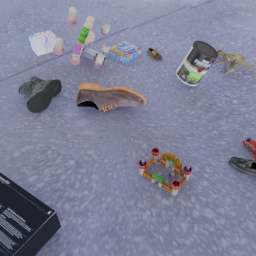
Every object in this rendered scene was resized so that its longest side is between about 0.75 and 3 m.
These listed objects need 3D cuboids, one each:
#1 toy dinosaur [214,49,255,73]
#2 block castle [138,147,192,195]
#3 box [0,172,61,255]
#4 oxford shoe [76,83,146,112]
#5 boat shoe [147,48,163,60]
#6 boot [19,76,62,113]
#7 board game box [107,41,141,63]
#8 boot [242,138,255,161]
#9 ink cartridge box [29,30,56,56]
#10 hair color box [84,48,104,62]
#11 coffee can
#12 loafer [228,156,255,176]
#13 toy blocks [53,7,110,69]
[{"bbox_3d":[5.338,-3.381,14.010,1.480,0.852,2.928,-26,49,-27],"label":"toy dinosaur"},{"bbox_3d":[1.193,1.317,9.016,1.546,0.725,1.033,29,50,28],"label":"block castle"},{"bbox_3d":[-3.277,2.491,7.602,2.345,0.925,1.655,25,52,25],"label":"box"},{"bbox_3d":[-0.723,-1.063,11.580,2.930,1.045,1.068,8,64,14],"label":"oxford shoe"},{"bbox_3d":[1.403,-3.984,14.979,0.399,0.389,1.054,-31,51,-29],"label":"boat shoe"},{"bbox_3d":[-4.071,-1.459,12.102,1.569,0.813,2.402,8,36,17],"label":"boot"},{"bbox_3d":[-0.214,-4.119,15.130,1.320,0.377,1.349,-32,51,-30],"label":"board game box"},{"bbox_3d":[4.382,0.771,9.874,0.782,0.392,1.084,20,38,21],"label":"boot"},{"bbox_3d":[-4.542,-4.709,15.396,1.403,0.879,0.902,-25,48,-24],"label":"ink cartridge box"},{"bbox_3d":[-1.818,-3.868,14.909,1.044,0.317,0.517,32,52,31],"label":"hair color box"},{"bbox_3d":[3.074,-2.884,12.600,1.207,1.650,1.207,14,46,-15],"label":"coffee can"},{"bbox_3d":[4.162,1.285,9.203,1.629,0.512,0.585,26,49,25],"label":"loafer"},{"bbox_3d":[-2.310,-4.284,14.512,2.591,2.181,2.421,21,73,-11],"label":"toy blocks"}]
